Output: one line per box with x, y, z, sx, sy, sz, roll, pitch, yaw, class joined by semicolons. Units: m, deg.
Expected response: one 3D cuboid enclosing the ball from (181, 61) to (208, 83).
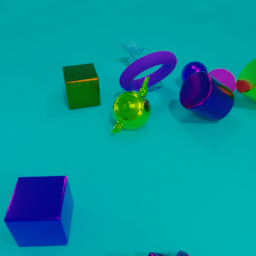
2.427;-1.952;10.231;0.966;0.966;0.966;0;41;0;ball

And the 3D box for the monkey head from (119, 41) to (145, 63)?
0.177;-3.125;11.445;1.141;0.821;0.688;6;32;-19;monkey head

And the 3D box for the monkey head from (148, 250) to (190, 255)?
0.677;2.749;4.966;1.674;1.009;1.204;40;19;26;monkey head

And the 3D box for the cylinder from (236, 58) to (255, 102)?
4.438;-1.441;9.107;1.267;1.267;1.267;24;39;-15;cylinder

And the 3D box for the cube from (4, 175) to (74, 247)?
-1.792;1.746;5.898;1.060;1.060;1.060;-2;41;-1;cube

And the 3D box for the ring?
0.673;-1.863;9.374;2.083;2.083;0.417;-19;77;-21;ring

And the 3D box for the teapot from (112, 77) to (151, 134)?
0.110;-0.641;8.423;1.223;0.963;1.967;33;87;13;teapot

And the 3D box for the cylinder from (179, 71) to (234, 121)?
2.399;-0.945;8.571;1.205;1.205;1.205;21;28;-35;cylinder

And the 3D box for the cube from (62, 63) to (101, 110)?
-1.582;-1.427;9.535;1.090;1.090;1.090;-10;42;-11;cube

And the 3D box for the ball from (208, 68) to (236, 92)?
3.123;-1.488;9.617;1.094;1.094;1.094;0;41;0;ball
